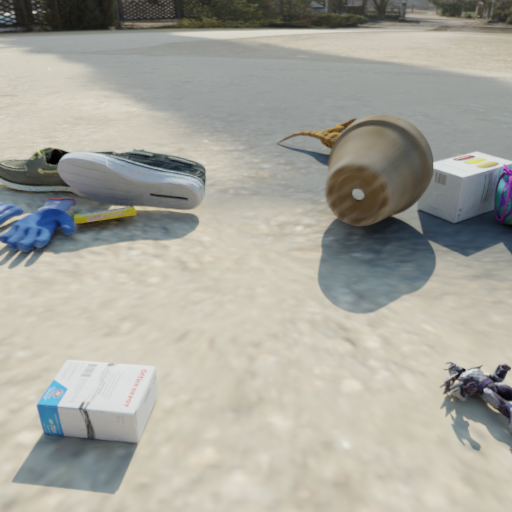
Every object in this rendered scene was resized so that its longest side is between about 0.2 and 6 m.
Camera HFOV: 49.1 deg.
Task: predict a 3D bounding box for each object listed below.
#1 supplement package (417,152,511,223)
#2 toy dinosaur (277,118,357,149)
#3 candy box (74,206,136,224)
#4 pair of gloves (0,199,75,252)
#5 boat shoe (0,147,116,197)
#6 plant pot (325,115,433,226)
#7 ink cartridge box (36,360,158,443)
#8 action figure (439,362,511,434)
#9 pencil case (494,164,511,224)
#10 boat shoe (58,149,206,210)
[{"bbox_3d":[3.922,-1.314,10.466,1.602,0.878,0.911,-17,32,-31],"label":"supplement package"},{"bbox_3d":[1.813,-2.921,13.767,1.393,0.792,2.623,-17,31,-28],"label":"toy dinosaur"},{"bbox_3d":[-2.669,-0.729,9.910,1.050,0.139,0.537,-10,15,-15],"label":"candy box"},{"bbox_3d":[-4.199,-0.529,9.597,2.400,0.273,1.929,0,28,5],"label":"pair of gloves"},{"bbox_3d":[-4.021,-1.791,11.425,2.865,0.856,1.024,7,28,14],"label":"boat shoe"},{"bbox_3d":[1.929,-1.293,9.428,1.820,1.820,1.579,11,32,21],"label":"plant pot"},{"bbox_3d":[-1.546,1.429,5.578,0.972,0.417,0.712,5,28,7],"label":"ink cartridge box"},{"bbox_3d":[2.430,1.379,5.716,0.782,0.417,1.202,-22,31,-27],"label":"action figure"},{"bbox_3d":[5.333,-0.940,9.540,2.300,1.063,0.979,6,30,13],"label":"pencil case"},{"bbox_3d":[-2.252,-1.506,10.492,2.715,0.978,0.963,12,46,-2],"label":"boat shoe"}]
